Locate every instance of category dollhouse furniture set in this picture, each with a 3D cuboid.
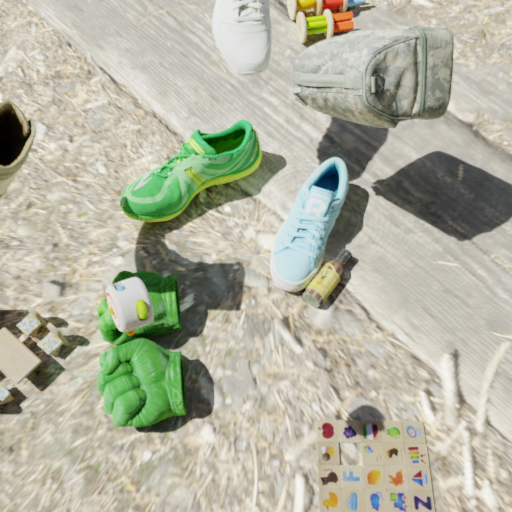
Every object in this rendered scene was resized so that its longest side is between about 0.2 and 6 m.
[{"bbox_3d":[-4.468,1.404,9.495,1.749,1.138,1.607,35,66,19],"label":"dollhouse furniture set"}]

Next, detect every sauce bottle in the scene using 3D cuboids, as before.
[{"bbox_3d":[1.373,0.388,10.526,0.414,0.414,1.279,31,63,17],"label":"sauce bottle"}]

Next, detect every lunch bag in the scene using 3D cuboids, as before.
[{"bbox_3d":[1.756,-2.846,8.933,1.782,1.480,2.124,-12,23,-27],"label":"lunch bag"}]

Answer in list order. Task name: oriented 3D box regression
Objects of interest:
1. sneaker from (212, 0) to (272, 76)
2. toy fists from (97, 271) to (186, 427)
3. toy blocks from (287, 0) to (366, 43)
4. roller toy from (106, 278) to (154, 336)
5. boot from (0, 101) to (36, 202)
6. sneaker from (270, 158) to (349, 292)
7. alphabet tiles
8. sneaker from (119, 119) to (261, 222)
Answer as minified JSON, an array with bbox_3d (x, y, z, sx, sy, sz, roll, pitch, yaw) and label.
[{"bbox_3d":[-0.218,-4.371,9.305,1.022,1.076,2.674,-6,87,-10],"label":"sneaker"},{"bbox_3d":[-2.012,1.489,9.558,1.436,0.969,2.818,-7,61,-3],"label":"toy fists"},{"bbox_3d":[1.957,-6.219,14.226,2.020,0.734,1.684,-11,60,-7],"label":"toy blocks"},{"bbox_3d":[-1.246,0.483,5.445,0.369,0.528,0.482,-19,68,-24],"label":"roller toy"},{"bbox_3d":[-3.655,-1.614,7.856,0.804,1.725,2.230,17,51,-33],"label":"boot"},{"bbox_3d":[1.010,-0.732,10.728,1.068,1.184,2.889,17,61,11],"label":"sneaker"},{"bbox_3d":[1.867,3.669,8.780,1.795,0.081,2.148,1,60,0],"label":"alphabet tiles"},{"bbox_3d":[-1.362,-1.836,11.248,3.244,1.356,1.202,-33,60,-19],"label":"sneaker"}]
